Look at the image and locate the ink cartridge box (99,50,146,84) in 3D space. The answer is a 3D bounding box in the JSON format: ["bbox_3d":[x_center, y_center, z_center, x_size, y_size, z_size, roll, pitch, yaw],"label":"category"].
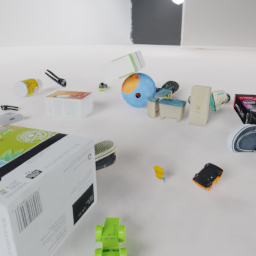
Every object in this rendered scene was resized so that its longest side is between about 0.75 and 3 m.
[{"bbox_3d":[-0.177,-2.695,12.290,1.429,0.825,1.964,-18,13,23],"label":"ink cartridge box"}]

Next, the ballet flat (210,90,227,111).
[{"bbox_3d":[2.889,-0.859,8.893,0.493,0.533,1.580,-16,-7,13],"label":"ballet flat"}]

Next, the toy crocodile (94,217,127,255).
[{"bbox_3d":[-0.288,2.009,4.645,0.523,0.478,1.549,-1,17,-3],"label":"toy crocodile"}]

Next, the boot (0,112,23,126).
[{"bbox_3d":[-4.748,-0.355,10.875,0.572,0.441,1.198,8,13,38],"label":"boot"}]

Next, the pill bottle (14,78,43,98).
[{"bbox_3d":[-5.250,-2.196,14.958,0.844,0.844,1.519,8,22,20],"label":"pill bottle"}]

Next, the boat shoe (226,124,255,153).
[{"bbox_3d":[4.063,0.343,8.302,2.383,0.843,1.082,-10,19,-30],"label":"boat shoe"}]

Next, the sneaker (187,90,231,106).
[{"bbox_3d":[3.718,-1.262,12.903,1.944,0.719,0.771,-2,30,11],"label":"sneaker"}]

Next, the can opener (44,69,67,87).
[{"bbox_3d":[-2.692,-1.835,10.454,0.946,0.300,0.372,32,-23,-33],"label":"can opener"}]

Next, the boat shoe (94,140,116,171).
[{"bbox_3d":[-1.187,0.967,7.087,2.016,0.628,0.752,-23,33,-14],"label":"boat shoe"}]

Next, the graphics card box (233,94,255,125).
[{"bbox_3d":[5.399,-0.674,11.147,1.845,0.748,2.942,4,22,10],"label":"graphics card box"}]

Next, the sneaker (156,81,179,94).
[{"bbox_3d":[1.918,-1.732,14.084,2.263,0.853,0.897,-25,45,-35],"label":"sneaker"}]

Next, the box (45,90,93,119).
[{"bbox_3d":[-2.453,-1.013,11.861,1.616,0.860,1.231,5,21,12],"label":"box"}]

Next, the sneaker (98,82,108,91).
[{"bbox_3d":[-1.417,-2.435,16.164,0.394,0.432,1.067,4,21,10],"label":"sneaker"}]

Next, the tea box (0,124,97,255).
[{"bbox_3d":[-2.142,1.149,5.189,2.324,1.578,2.362,7,23,20],"label":"tea box"}]

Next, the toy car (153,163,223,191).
[{"bbox_3d":[1.451,1.115,6.783,1.540,0.512,0.755,14,46,27],"label":"toy car"}]

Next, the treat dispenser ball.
[{"bbox_3d":[0.483,-1.709,12.678,1.581,1.581,1.581,0,21,0],"label":"treat dispenser ball"}]

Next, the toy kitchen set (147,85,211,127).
[{"bbox_3d":[2.219,-1.233,11.564,2.517,1.483,2.016,11,23,25],"label":"toy kitchen set"}]

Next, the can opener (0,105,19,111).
[{"bbox_3d":[-5.255,-0.905,12.428,0.808,0.256,0.318,2,20,5],"label":"can opener"}]
